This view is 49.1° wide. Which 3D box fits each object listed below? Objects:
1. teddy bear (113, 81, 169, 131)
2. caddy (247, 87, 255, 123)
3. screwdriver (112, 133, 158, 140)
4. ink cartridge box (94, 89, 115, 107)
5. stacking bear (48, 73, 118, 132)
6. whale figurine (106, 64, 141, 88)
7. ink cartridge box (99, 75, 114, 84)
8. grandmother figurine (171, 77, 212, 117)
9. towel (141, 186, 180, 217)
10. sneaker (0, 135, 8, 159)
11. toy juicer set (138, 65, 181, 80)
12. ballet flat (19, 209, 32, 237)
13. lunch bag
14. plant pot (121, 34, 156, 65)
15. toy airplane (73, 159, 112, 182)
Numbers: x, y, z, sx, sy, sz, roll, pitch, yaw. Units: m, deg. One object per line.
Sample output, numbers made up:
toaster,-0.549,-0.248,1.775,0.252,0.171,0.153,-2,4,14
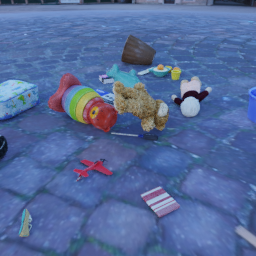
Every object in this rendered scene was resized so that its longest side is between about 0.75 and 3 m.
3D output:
teddy bear,0.514,-0.792,9.654,2.526,0.843,1.831,33,36,-19
caddy,5.923,-0.872,10.644,1.908,1.417,2.699,-24,36,-37
screwdriver,0.217,0.286,9.787,1.669,0.233,0.243,1,60,6
ink cartridge box,-0.997,-1.206,12.280,1.894,0.419,0.890,23,35,36
stacking bear,-1.493,-0.781,10.558,2.584,1.569,1.470,30,1,32
whale figurine,-0.149,-1.992,12.192,1.342,1.687,0.875,-44,28,9
ink cartridge box,-0.702,-2.717,15.219,1.581,0.293,0.749,-10,30,-22
grandmother figurine,2.780,-1.376,12.233,1.751,0.875,2.888,-23,23,27
towel,0.798,1.844,7.061,0.633,0.100,0.879,-17,31,-24
sneaker,-4.529,0.940,8.077,0.923,0.861,2.329,-1,21,17
toy juicer set,1.922,-3.369,15.992,2.388,0.650,1.519,10,31,19
ballet flat,-2.314,2.171,6.381,0.236,0.258,0.750,21,25,-21
lunch bag,-5.074,-1.241,11.765,1.892,0.970,2.353,13,32,20
plant pot,0.754,-4.723,17.656,1.889,1.765,1.765,20,31,4
toy airplane,-1.083,1.165,8.162,1.201,0.221,1.201,-1,27,1
